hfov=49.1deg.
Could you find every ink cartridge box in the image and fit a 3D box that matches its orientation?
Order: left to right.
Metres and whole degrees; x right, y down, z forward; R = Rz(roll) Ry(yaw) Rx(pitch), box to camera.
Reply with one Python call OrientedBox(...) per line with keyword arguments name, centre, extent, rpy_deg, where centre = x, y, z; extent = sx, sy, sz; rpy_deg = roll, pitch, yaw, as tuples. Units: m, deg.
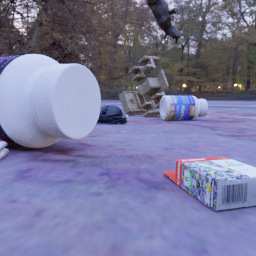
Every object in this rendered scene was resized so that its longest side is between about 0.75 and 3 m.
OrientedBox(name="ink cartridge box", centre=(0.835, 0.470, 2.851), extent=(0.606, 0.280, 1.113), rpy_deg=(-2, 8, -17))

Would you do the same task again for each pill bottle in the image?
OrientedBox(name="pill bottle", centre=(-2.022, -0.486, 5.133), extent=(2.917, 1.625, 1.625), rpy_deg=(3, 8, 29))
OrientedBox(name="pill bottle", centre=(2.067, -0.738, 10.358), extent=(1.624, 0.910, 0.910), rpy_deg=(-1, 7, -11))

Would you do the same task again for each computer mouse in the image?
OrientedBox(name="computer mouse", centre=(-0.662, -0.515, 9.937), extent=(1.477, 0.562, 2.133), rpy_deg=(0, 7, 5))

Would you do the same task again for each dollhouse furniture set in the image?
OrientedBox(name="dollhouse furniture set", centre=(1.040, -1.613, 12.621), extent=(1.680, 2.217, 2.529), rpy_deg=(-7, -17, -37))

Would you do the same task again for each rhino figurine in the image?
OrientedBox(name="rhino figurine", centre=(1.093, -3.253, 8.182), extent=(0.517, 1.730, 0.757), rpy_deg=(-43, 27, -27))

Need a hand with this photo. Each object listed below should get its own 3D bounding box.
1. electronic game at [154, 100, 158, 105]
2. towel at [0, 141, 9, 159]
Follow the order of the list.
OrientedBox(name="electronic game", centre=(0.959, -1.729, 18.653), extent=(2.440, 0.508, 2.440), rpy_deg=(-7, -9, -1))
OrientedBox(name="towel", centre=(-2.551, 0.399, 3.689), extent=(1.493, 0.241, 1.426), rpy_deg=(-1, 7, -3))
